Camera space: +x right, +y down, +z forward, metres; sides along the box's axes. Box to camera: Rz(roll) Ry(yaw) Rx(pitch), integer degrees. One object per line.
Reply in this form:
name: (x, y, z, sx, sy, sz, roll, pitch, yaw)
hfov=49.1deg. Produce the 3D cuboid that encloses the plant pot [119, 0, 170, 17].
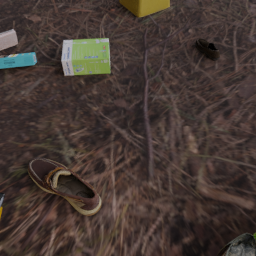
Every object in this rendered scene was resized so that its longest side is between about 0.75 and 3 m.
plant pot: (0.632, -5.295, 10.352, 1.481, 1.515, 1.471, -26, 56, -20)

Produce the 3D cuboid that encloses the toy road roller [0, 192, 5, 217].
toy road roller: (-2.785, 1.640, 4.743, 0.895, 1.457, 1.063, 22, 45, -10)

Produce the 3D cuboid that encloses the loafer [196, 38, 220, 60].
loafer: (2.577, -2.593, 8.913, 0.389, 0.380, 1.066, -25, 55, -19)

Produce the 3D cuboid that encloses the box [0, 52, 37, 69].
box: (-3.427, -2.013, 8.375, 1.266, 0.311, 0.521, -8, 24, -7)

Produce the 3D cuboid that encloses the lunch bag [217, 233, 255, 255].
lunch bag: (1.813, 2.291, 4.756, 0.556, 0.776, 0.946, 22, 55, 16)

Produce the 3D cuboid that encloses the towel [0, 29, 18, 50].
towel: (-3.846, -2.617, 8.500, 0.945, 0.902, 0.152, -27, 90, -20)

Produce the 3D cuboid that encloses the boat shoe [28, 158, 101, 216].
boat shoe: (-1.365, 1.068, 5.794, 1.891, 0.680, 0.682, 31, 58, 22)

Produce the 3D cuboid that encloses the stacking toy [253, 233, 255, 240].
stacking toy: (3.373, 2.088, 4.825, 2.118, 0.988, 2.340, 9, 68, 43)

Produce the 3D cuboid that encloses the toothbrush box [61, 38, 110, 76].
toothbrush box: (-1.237, -2.146, 8.416, 1.384, 0.596, 1.007, -3, 52, -4)
